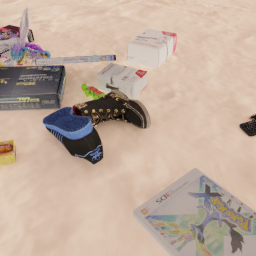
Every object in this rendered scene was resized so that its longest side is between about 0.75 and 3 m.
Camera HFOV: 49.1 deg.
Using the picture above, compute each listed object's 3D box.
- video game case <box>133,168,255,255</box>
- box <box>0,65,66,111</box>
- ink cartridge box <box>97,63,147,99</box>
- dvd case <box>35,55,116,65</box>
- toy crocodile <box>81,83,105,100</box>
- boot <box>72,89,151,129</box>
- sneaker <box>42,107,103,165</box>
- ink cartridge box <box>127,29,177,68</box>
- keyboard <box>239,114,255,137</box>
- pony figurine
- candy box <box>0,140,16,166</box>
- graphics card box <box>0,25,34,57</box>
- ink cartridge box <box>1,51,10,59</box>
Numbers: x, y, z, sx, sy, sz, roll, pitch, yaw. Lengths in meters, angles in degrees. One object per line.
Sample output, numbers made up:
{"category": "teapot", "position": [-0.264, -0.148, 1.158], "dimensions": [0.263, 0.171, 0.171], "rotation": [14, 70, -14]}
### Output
{"category": "video game case", "position": [1.601, 1.991, 5.899], "dimensions": [2.068, 0.250, 2.269], "rotation": [-27, 46, -29]}
{"category": "box", "position": [-3.603, -1.455, 9.864], "dimensions": [2.638, 0.673, 2.080], "rotation": [-3, 40, -3]}
{"category": "ink cartridge box", "position": [-0.214, -1.747, 10.248], "dimensions": [1.543, 0.646, 1.113], "rotation": [19, 44, 21]}
{"category": "dvd case", "position": [-1.840, -2.484, 10.198], "dimensions": [2.681, 0.235, 1.913], "rotation": [-5, 14, -7]}
{"category": "toy crocodile", "position": [-1.154, -1.238, 9.838], "dimensions": [0.416, 0.380, 1.232], "rotation": [-32, 49, -33]}
{"category": "boot", "position": [-0.539, -0.398, 8.422], "dimensions": [1.694, 0.823, 2.250], "rotation": [-21, 39, -25]}
{"category": "sneaker", "position": [-1.549, 0.174, 7.702], "dimensions": [0.992, 1.102, 2.829], "rotation": [-30, 25, -18]}
{"category": "ink cartridge box", "position": [1.083, -3.561, 12.352], "dimensions": [1.513, 0.855, 2.065], "rotation": [18, 42, 21]}
{"category": "keyboard", "position": [4.164, -0.229, 8.646], "dimensions": [1.567, 0.311, 0.816], "rotation": [-13, 41, -18]}
{"category": "pony figurine", "position": [-4.580, -3.344, 11.500], "dimensions": [2.654, 2.210, 2.562], "rotation": [-12, 72, -20]}
{"category": "candy box", "position": [-3.594, 0.716, 7.448], "dimensions": [1.127, 0.318, 0.658], "rotation": [-10, 39, -14]}
{"category": "graphics card box", "position": [-5.923, -4.143, 13.263], "dimensions": [1.583, 0.642, 2.524], "rotation": [19, 43, 22]}
{"category": "ink cartridge box", "position": [-5.079, -3.215, 12.456], "dimensions": [0.968, 0.203, 0.578], "rotation": [15, 41, 23]}
